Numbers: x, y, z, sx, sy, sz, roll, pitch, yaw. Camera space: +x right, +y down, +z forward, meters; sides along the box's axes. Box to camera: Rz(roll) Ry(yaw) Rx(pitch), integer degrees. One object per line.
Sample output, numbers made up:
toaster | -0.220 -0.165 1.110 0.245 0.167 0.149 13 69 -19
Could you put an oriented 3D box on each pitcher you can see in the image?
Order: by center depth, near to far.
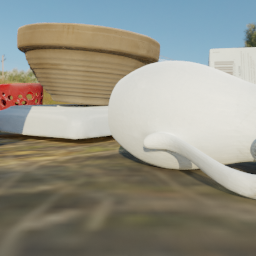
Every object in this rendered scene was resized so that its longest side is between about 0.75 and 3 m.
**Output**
pitcher | 0.438 -0.008 1.775 1.248 0.757 1.071 8 25 29

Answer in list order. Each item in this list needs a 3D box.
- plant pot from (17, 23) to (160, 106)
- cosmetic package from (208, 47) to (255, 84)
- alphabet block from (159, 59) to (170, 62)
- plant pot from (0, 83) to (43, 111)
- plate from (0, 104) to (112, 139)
plant pot | -0.683 -1.001 5.012 2.461 1.136 2.461 4 7 0
cosmetic package | 3.876 -1.450 10.210 1.940 1.952 2.333 1 -21 13
alphabet block | 0.378 -0.897 7.839 1.788 1.798 1.831 0 2 -34
plant pot | -3.809 -0.852 9.921 1.589 1.447 1.589 0 6 0
plate | -0.843 -0.215 5.148 2.685 0.434 2.679 5 7 37
